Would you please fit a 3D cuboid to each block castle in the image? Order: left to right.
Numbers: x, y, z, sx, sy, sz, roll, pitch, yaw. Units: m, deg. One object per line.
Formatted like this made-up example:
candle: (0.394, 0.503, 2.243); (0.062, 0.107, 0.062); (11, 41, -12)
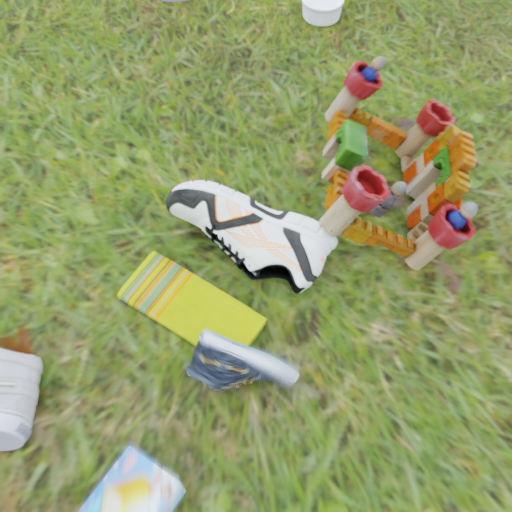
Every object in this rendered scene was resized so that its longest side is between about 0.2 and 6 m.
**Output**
block castle: (2.347, -1.611, 9.219); (2.231, 1.567, 3.339); (22, 49, -16)

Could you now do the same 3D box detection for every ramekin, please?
ramekin: (1.589, -5.999, 13.539); (1.010, 0.492, 1.010); (0, 54, 0)

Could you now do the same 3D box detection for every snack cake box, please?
snack cake box: (-1.673, 3.263, 6.917); (0.851, 0.497, 1.480); (27, 59, 19)

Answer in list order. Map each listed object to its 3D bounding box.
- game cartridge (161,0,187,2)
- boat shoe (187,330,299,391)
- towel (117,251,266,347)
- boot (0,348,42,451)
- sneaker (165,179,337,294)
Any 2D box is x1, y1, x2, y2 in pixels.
game cartridge: (-2.035, -6.639, 14.220); (0.755, 0.153, 0.503); (-5, 58, -4)
boat shoe: (-0.202, 1.669, 8.062); (1.548, 0.548, 0.703); (24, 89, -5)
towel: (-1.039, 0.826, 8.868); (2.306, 0.208, 0.992); (29, 66, 18)
boot: (-4.406, 1.901, 7.713); (2.784, 1.024, 1.330); (5, 48, -7)
sneaker: (-0.227, -0.333, 9.091); (2.934, 1.081, 1.174); (20, 76, 13)
